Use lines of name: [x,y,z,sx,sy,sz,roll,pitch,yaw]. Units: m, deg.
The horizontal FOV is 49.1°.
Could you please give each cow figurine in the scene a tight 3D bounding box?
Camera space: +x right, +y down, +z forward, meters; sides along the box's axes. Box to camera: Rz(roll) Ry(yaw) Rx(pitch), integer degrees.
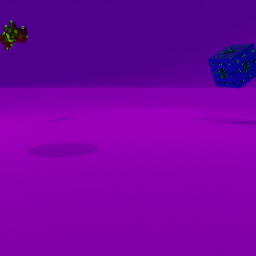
cow figurine: [-3.454,-2.756,8.551,0.548,0.983,0.999,-26,-16,29]

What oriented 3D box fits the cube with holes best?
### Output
cube with holes: [2.928,-1.708,7.735,0.874,0.874,0.874,-33,24,-17]
